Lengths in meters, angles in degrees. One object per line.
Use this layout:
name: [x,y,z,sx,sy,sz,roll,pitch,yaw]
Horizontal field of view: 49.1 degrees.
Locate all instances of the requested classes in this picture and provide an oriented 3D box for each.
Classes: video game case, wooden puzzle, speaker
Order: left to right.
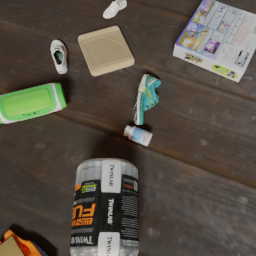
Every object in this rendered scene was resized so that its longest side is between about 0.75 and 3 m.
speaker: [-3.164,-0.815,9.091,2.194,0.970,0.970,-15,65,-7]
wooden puzzle: [-0.826,-2.871,10.457,1.671,0.336,1.807,-19,70,-9]
video game case: [3.474,-3.391,10.486,2.600,0.652,2.869,27,67,12]

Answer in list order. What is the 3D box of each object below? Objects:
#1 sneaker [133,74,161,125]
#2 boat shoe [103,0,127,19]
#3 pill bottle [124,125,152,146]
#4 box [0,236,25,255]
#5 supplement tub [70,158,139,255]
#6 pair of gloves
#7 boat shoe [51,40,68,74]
sneaker: [0.632,-0.963,9.306,0.775,0.754,1.945,17,65,-1]
boat shoe: [-0.551,-4.931,11.361,0.442,0.432,1.247,38,70,17]
pill bottle: [0.311,0.220,8.856,0.829,0.451,0.451,22,66,11]
box: [-3.085,3.339,7.283,0.636,0.083,0.778,-39,65,-15]
supplement tub: [-0.565,2.296,7.155,1.696,1.696,2.769,0,63,0]
pair of gloves: [-3.013,3.936,7.140,1.932,0.268,2.168,30,69,20]
boat shoe: [-2.501,-2.731,10.246,0.570,0.518,1.550,-18,65,-8]
